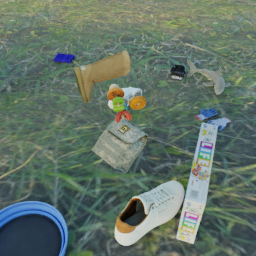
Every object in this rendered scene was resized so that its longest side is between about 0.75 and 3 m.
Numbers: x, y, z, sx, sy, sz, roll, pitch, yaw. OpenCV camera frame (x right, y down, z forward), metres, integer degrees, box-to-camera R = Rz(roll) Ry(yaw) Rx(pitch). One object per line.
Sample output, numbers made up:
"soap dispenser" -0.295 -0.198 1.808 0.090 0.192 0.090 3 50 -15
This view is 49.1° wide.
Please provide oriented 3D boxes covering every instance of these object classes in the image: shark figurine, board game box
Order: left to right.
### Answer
"board game box" 2.027 1.507 8.112 0.496 1.950 2.900 13 44 14
"shark figurine" 4.033 -2.638 13.471 1.456 1.017 2.437 -21 48 -23

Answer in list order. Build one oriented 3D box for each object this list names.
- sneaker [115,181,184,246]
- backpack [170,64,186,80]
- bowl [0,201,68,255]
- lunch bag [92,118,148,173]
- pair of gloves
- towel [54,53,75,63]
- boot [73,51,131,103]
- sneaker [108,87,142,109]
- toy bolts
"sneaker" 0.744 2.195 7.990 2.639 1.117 0.961 -32 49 -33
"backpack" 2.515 -2.806 13.921 0.788 0.607 0.750 17 51 9
"bowl" -2.801 3.103 7.443 2.423 0.476 2.423 0 42 0
"lunch bag" -0.180 0.387 7.386 1.005 0.720 1.225 34 90 36
"pair of gloves" 3.485 -0.385 11.569 1.105 0.157 1.375 -23 48 -26
"towel" -3.496 -3.837 15.323 0.993 0.246 0.733 7 42 8
"boot" -0.658 -1.366 7.758 1.499 1.313 0.496 -20 57 -12
"sneaker" -0.264 -1.317 12.298 0.914 0.717 1.840 28 39 36
"toy bolts" -0.065 -0.668 6.951 0.898 0.940 0.652 -8 58 -9
